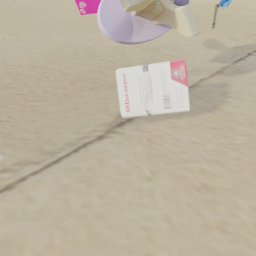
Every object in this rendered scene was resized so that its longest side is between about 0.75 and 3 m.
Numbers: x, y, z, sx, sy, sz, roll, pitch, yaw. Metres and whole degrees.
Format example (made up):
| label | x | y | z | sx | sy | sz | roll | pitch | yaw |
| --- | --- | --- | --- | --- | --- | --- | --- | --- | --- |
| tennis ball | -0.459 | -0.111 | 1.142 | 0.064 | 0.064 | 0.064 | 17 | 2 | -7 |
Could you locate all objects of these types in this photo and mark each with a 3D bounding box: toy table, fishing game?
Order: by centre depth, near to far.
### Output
| label | x | y | z | sx | sy | sz | roll | pitch | yaw |
| --- | --- | --- | --- | --- | --- | --- | --- | --- | --- |
| toy table | 0.713 | -3.287 | 7.015 | 2.823 | 2.595 | 1.653 | -43 | 15 | -13 |
| fishing game | 2.780 | -3.995 | 7.252 | 0.384 | 2.469 | 1.768 | 20 | 58 | -4 |

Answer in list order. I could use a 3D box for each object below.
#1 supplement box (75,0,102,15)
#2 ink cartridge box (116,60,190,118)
| label | x | y | z | sx | sy | sz | roll | pitch | yaw |
| --- | --- | --- | --- | --- | --- | --- | --- | --- | --- |
| supplement box | -0.812 | -4.081 | 8.072 | 0.877 | 0.859 | 1.697 | 3 | 48 | 25 |
| ink cartridge box | 0.305 | -0.467 | 3.360 | 0.809 | 0.593 | 0.335 | -5 | 10 | 10 |
